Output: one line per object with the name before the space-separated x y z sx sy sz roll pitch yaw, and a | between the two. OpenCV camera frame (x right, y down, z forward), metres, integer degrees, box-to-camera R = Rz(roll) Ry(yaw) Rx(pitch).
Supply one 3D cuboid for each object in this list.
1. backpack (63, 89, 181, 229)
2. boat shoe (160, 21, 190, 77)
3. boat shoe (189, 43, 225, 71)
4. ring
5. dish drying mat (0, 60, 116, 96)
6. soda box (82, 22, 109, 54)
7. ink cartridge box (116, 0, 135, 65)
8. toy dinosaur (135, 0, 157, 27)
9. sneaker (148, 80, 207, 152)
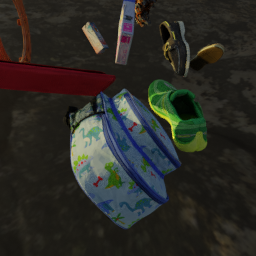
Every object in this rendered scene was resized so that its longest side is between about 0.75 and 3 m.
backpack | -0.055 0.417 4.727 1.510 1.880 2.055 -34 29 12
boat shoe | 1.436 -2.508 8.814 0.725 0.858 2.408 3 52 -6
boat shoe | 2.280 -2.135 8.080 0.542 1.466 0.487 36 74 -13
ring | -3.144 -2.597 7.375 0.265 2.765 2.765 -3 44 -1
dish drying mat | -1.729 -0.987 5.653 2.818 1.082 0.256 0 75 -29
soda box | -1.091 -3.008 9.383 1.038 0.355 0.330 59 33 3
ink cartridge box | -0.055 -2.498 6.944 0.341 0.970 1.626 10 58 -6
toy dinosaur | 0.441 -4.760 9.708 1.540 2.269 1.159 10 51 51
sneaker | 1.125 -0.507 6.115 0.869 0.980 2.346 -8 39 -15
